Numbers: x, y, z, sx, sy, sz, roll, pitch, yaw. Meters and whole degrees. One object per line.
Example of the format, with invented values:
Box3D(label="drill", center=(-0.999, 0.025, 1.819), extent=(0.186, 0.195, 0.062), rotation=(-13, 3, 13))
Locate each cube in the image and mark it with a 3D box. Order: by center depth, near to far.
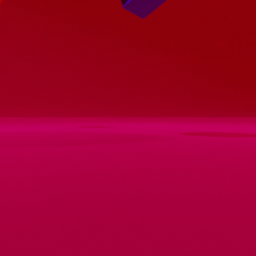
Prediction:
Box3D(label="cube", center=(0.339, -3.489, 7.150), extent=(0.832, 0.832, 0.832), rotation=(-27, -21, 38))

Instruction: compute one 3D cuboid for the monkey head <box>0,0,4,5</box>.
Box3D(label="monkey head", center=(-2.625, -2.550, 5.038), extent=(0.807, 1.121, 0.676), rotation=(3, 10, -17))
